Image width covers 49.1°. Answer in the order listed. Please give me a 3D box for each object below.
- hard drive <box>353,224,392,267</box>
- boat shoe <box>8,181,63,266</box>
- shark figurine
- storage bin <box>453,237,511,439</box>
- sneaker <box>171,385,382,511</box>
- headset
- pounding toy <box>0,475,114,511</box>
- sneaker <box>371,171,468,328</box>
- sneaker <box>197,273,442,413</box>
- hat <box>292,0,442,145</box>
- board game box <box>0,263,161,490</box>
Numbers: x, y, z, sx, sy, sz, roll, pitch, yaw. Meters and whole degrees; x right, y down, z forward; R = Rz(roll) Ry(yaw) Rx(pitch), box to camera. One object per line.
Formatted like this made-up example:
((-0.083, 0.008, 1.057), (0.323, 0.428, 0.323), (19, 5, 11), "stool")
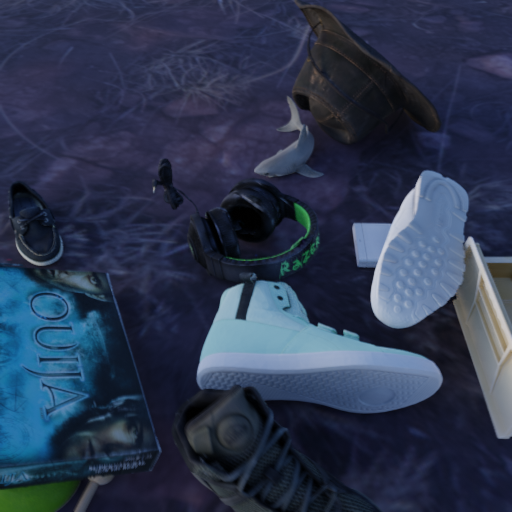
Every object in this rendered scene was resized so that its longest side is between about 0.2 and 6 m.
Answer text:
((2.410, -0.179, 9.488), (1.444, 0.193, 0.953), (1, 44, 1), "hard drive")
((-3.852, -0.633, 9.619), (0.728, 0.646, 1.948), (-17, 47, -16), "boat shoe")
((0.862, -2.370, 11.242), (1.283, 0.896, 2.147), (12, 48, 10), "shark figurine")
((4.416, 0.964, 7.553), (2.771, 1.299, 2.751), (0, 45, 0), "storage bin")
((0.214, 2.349, 5.716), (2.907, 1.665, 1.111), (31, 67, 30), "sneaker")
((-0.431, -0.670, 9.071), (3.104, 1.458, 1.917), (22, 47, 37), "headset")
((-2.520, 2.455, 6.474), (1.497, 0.695, 1.156), (19, 48, 19), "pounding toy")
((2.359, 0.039, 8.402), (1.139, 1.200, 2.981), (34, 52, 1), "sneaker")
((0.862, 1.033, 7.583), (3.099, 1.141, 1.828), (4, 44, 4), "sneaker")
((1.781, -3.324, 11.433), (4.166, 1.681, 4.166), (37, 15, -12), "hat")
((-2.665, 1.302, 7.057), (2.202, 0.458, 3.256), (5, 35, -32), "board game box")
